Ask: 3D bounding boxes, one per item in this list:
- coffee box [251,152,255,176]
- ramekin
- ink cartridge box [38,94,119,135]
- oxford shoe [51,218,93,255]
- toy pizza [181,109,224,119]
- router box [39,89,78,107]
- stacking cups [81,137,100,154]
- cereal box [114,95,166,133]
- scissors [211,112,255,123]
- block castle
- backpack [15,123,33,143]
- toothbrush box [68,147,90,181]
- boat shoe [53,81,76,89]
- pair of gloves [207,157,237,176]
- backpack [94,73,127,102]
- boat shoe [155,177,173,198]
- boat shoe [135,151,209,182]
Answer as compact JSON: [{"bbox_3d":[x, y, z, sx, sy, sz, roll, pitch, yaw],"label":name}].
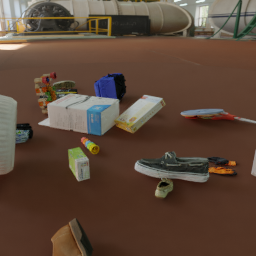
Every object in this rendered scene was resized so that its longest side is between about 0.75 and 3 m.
[{"bbox_3d":[4.699,0.872,7.924,2.171,0.866,1.227,-16,28,-33],"label":"coffee box"},{"bbox_3d":[-3.731,0.187,7.731,1.162,2.494,2.494,3,21,-20],"label":"ramekin"},{"bbox_3d":[-2.023,-0.646,11.350,2.940,0.981,1.703,9,25,20],"label":"ink cartridge box"},{"bbox_3d":[-0.869,2.429,4.720,0.741,0.742,2.079,-29,25,-13],"label":"oxford shoe"},{"bbox_3d":[3.109,-0.582,11.745,1.773,0.281,1.773,-4,7,1],"label":"toy pizza"},{"bbox_3d":[-3.428,-1.522,14.036,1.837,0.480,1.444,-4,23,-9],"label":"router box"},{"bbox_3d":[-1.321,0.551,9.417,0.305,0.305,1.008,-14,26,-30],"label":"stacking cups"},{"bbox_3d":[0.440,-0.587,10.875,1.769,0.350,1.272,-40,29,-16],"label":"cereal box"},{"bbox_3d":[4.541,-0.449,11.702,2.296,0.160,0.840,8,23,34],"label":"scissors"},{"bbox_3d":[-3.444,-1.554,12.569,0.810,1.728,1.154,-3,22,12],"label":"block castle"},{"bbox_3d":[-4.003,0.187,9.813,1.073,0.825,0.876,10,15,-39],"label":"backpack"},{"bbox_3d":[-1.395,1.011,7.934,0.362,0.613,0.842,-11,25,-24],"label":"toothbrush box"},{"bbox_3d":[-3.764,-2.599,16.563,1.309,0.489,0.448,-4,29,-8],"label":"boat shoe"},{"bbox_3d":[2.771,1.116,8.324,0.879,0.122,0.987,7,23,16],"label":"pair of gloves"},{"bbox_3d":[-0.857,-2.175,14.459,1.418,1.373,1.690,6,24,19],"label":"backpack"},{"bbox_3d":[0.948,1.484,7.170,0.337,0.289,0.921,6,16,20],"label":"boat shoe"},{"bbox_3d":[1.219,0.977,7.747,2.028,0.719,0.731,5,11,5],"label":"boat shoe"}]
